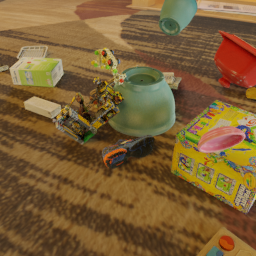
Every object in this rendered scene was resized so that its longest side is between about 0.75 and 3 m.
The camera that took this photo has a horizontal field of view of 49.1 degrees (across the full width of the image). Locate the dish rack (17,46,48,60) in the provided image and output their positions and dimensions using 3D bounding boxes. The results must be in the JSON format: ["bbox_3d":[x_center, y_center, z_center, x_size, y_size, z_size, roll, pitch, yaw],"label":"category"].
[{"bbox_3d":[-5.803,-4.494,17.157,1.641,0.416,1.912,-3,37,-5],"label":"dish rack"}]

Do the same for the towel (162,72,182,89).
[{"bbox_3d":[1.300,-2.467,13.855,2.640,0.456,2.542,9,20,10],"label":"towel"}]

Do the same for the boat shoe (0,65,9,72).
[{"bbox_3d":[-7.186,-3.363,15.700,0.277,0.339,0.917,27,42,32],"label":"boat shoe"}]

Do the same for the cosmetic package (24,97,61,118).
[{"bbox_3d":[-3.756,-0.912,12.343,1.570,0.398,0.648,19,41,24],"label":"cosmetic package"}]

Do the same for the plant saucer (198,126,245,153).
[{"bbox_3d":[2.248,0.265,6.844,1.142,1.142,0.290,-7,65,-9],"label":"plant saucer"}]

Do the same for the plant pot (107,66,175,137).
[{"bbox_3d":[0.555,-1.301,11.557,2.953,1.978,2.953,0,37,0],"label":"plant pot"}]

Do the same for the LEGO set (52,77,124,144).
[{"bbox_3d":[-1.684,-0.841,10.434,2.724,1.578,2.095,-33,44,20],"label":"LEGO set"}]

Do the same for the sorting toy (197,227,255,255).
[{"bbox_3d":[2.739,3.328,6.771,1.346,0.242,1.807,-29,46,-33],"label":"sorting toy"}]

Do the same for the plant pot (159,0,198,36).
[{"bbox_3d":[1.988,-4.740,11.815,1.479,1.479,1.389,18,67,23],"label":"plant pot"}]

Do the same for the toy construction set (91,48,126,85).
[{"bbox_3d":[-0.662,-2.119,9.479,0.677,0.964,1.469,-30,67,-38],"label":"toy construction set"}]

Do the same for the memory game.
[{"bbox_3d":[-0.623,-2.211,12.916,2.646,0.169,2.646,-30,7,4],"label":"memory game"}]

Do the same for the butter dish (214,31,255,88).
[{"bbox_3d":[5.351,-2.951,13.769,2.912,2.153,2.904,48,21,30],"label":"butter dish"}]

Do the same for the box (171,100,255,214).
[{"bbox_3d":[3.289,0.729,9.054,2.650,1.678,2.751,28,44,32],"label":"box"}]

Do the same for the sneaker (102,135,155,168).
[{"bbox_3d":[0.011,0.660,9.955,2.127,0.801,0.834,-17,35,-24],"label":"sneaker"}]

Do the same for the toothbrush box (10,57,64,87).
[{"bbox_3d":[-4.712,-2.954,14.641,2.194,0.945,1.598,4,37,8],"label":"toothbrush box"}]

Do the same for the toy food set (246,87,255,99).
[{"bbox_3d":[6.192,-1.530,13.269,1.158,0.378,0.681,12,62,19],"label":"toy food set"}]
